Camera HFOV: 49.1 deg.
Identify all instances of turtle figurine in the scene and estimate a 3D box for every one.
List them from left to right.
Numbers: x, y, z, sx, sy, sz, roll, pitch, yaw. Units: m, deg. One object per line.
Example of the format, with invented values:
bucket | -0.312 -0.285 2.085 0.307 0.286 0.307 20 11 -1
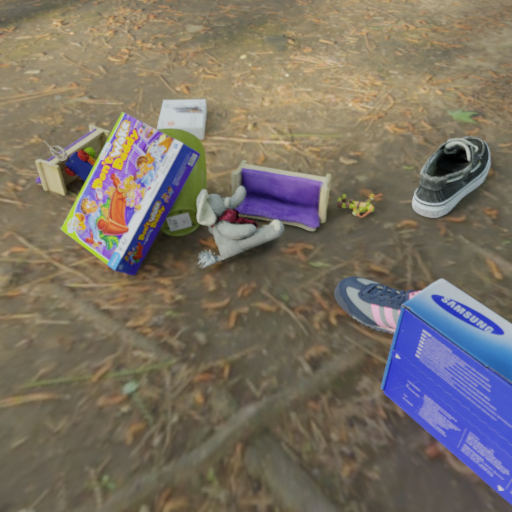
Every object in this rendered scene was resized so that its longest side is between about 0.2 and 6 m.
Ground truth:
turtle figurine | 2.314 -1.147 12.571 0.870 0.348 1.079 18 45 29

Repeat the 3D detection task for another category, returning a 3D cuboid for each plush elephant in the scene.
plush elephant | -0.537 -0.722 11.190 1.811 1.402 1.492 -22 1 -2

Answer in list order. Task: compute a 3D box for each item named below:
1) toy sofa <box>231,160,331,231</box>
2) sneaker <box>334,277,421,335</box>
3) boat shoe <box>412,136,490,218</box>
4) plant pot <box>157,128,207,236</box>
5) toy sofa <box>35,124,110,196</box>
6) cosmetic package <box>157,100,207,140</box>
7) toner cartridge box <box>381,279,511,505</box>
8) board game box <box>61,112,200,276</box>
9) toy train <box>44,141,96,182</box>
toy sofa | 0.520 -1.352 12.360 2.169 0.898 1.058 12 40 13
sneaker | 2.623 0.855 9.757 2.764 1.134 0.970 27 49 29
boat shoe | 4.714 -2.126 13.037 1.191 1.172 3.305 24 47 24
plant pot | -1.795 -1.419 12.062 1.793 1.793 1.916 -10 56 -11
toy sofa | -4.457 -2.392 13.604 0.969 0.823 1.987 21 46 20
cosmetic package | -2.023 -3.771 15.449 1.215 0.416 1.611 -3 42 1
toner cartridge box | 3.726 2.379 7.368 0.950 2.090 4.399 -28 49 -28
board game box | -2.555 -1.257 11.217 1.845 0.614 2.744 31 94 30
toy train | -4.100 -2.313 13.155 1.618 0.685 0.936 42 27 -17
